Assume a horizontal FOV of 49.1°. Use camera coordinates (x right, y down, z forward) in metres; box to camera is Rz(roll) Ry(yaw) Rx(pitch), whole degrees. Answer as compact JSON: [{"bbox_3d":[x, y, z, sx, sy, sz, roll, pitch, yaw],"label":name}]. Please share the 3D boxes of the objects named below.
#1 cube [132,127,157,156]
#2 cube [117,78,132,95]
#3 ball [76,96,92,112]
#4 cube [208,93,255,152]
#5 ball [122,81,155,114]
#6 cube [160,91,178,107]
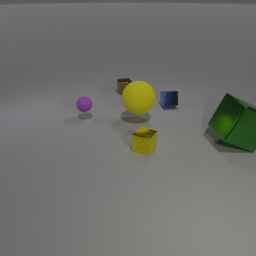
[{"bbox_3d":[0.594,0.463,10.146,0.700,0.700,0.700,14,31,26],"label":"cube"},{"bbox_3d":[-0.185,-2.289,15.420,0.700,0.700,0.700,-8,29,-15],"label":"cube"},{"bbox_3d":[-1.906,-1.034,12.205,0.700,0.700,0.700,0,28,0],"label":"ball"},{"bbox_3d":[4.056,-0.206,10.153,1.400,1.400,1.400,19,20,-20],"label":"cube"},{"bbox_3d":[0.440,-1.276,11.810,1.400,1.400,1.400,0,28,0],"label":"ball"},{"bbox_3d":[1.989,-1.435,13.584,0.700,0.700,0.700,-5,10,-8],"label":"cube"}]
